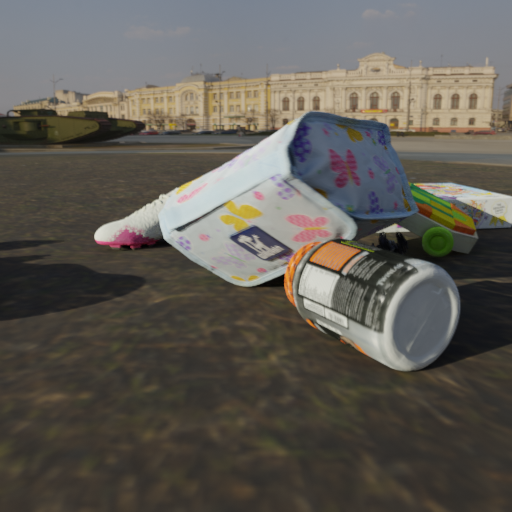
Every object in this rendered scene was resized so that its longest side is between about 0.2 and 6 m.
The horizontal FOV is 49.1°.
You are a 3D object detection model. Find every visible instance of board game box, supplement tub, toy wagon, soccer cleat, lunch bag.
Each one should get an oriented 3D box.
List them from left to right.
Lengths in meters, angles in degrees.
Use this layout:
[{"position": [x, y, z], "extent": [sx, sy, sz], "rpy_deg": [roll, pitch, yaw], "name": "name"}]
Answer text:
[{"position": [-1.952, -0.784, 11.204], "extent": [2.572, 1.110, 0.898], "rpy_deg": [-7, 15, -26], "name": "soccer cleat"}, {"position": [0.427, -0.730, 7.968], "extent": [2.521, 1.890, 2.973], "rpy_deg": [-24, -12, 38], "name": "lunch bag"}, {"position": [1.166, 0.437, 6.135], "extent": [1.119, 1.119, 1.826], "rpy_deg": [-8, 16, -29], "name": "supplement tub"}, {"position": [2.721, -1.065, 10.948], "extent": [3.236, 0.640, 2.511], "rpy_deg": [29, 23, 6], "name": "toy wagon"}, {"position": [3.537, -1.235, 13.802], "extent": [4.293, 0.735, 2.886], "rpy_deg": [-2, 15, -10], "name": "board game box"}]

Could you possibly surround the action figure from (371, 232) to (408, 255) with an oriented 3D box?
[{"position": [2.144, -0.023, 9.193], "extent": [0.654, 0.562, 1.101], "rpy_deg": [1, -15, 6], "name": "action figure"}]
